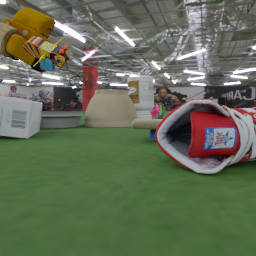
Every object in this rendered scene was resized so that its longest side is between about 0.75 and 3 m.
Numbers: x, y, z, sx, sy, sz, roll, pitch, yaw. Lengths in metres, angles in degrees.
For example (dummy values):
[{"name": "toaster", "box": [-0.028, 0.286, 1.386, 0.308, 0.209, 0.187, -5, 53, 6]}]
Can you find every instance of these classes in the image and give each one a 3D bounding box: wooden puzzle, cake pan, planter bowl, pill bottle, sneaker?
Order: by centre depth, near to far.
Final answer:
[{"name": "sneaker", "box": [1.223, 0.043, 2.670, 1.952, 0.695, 1.098, -6, -3, 24]}, {"name": "wooden puzzle", "box": [1.048, 0.058, 5.079, 1.506, 0.376, 1.626, 2, 0, 26]}, {"name": "cake pan", "box": [-2.424, -0.226, 8.541, 2.106, 0.386, 2.106, 0, 4, 0]}, {"name": "planter bowl", "box": [-0.537, -0.645, 9.028, 1.738, 1.169, 1.738, 0, 5, 0]}, {"name": "pill bottle", "box": [0.487, -1.054, 10.553, 0.976, 1.708, 0.976, -2, 1, 0]}]

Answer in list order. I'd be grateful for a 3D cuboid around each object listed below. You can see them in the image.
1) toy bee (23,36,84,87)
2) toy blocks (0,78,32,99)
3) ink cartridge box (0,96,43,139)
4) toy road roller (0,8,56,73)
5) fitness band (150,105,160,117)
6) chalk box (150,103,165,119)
[{"name": "toy bee", "box": [-1.619, -1.679, 6.307, 1.495, 0.979, 0.813, 16, -29, -13]}, {"name": "toy blocks", "box": [-5.040, -1.288, 10.815, 1.827, 2.170, 2.028, -4, 3, 16]}, {"name": "ink cartridge box", "box": [-2.728, -0.303, 5.926, 1.564, 0.747, 1.782, 7, 2, -11]}, {"name": "toy road roller", "box": [-3.618, -3.252, 9.568, 1.637, 1.945, 2.664, 26, 4, 12]}, {"name": "fitness band", "box": [0.855, -0.737, 13.563, 1.449, 0.271, 1.041, -25, 23, -19]}, {"name": "chalk box", "box": [1.338, -0.900, 14.814, 1.359, 0.846, 0.841, -1, 5, -28]}]
